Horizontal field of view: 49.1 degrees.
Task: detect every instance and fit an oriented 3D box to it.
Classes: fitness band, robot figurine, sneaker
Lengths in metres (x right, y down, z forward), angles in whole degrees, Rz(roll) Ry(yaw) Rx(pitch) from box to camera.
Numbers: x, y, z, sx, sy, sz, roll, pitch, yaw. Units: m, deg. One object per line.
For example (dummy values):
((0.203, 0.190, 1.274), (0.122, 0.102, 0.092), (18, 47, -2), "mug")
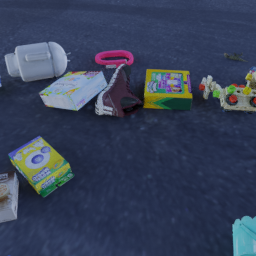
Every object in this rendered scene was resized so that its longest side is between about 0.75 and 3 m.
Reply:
((-0.636, -3.258, 13.127), (1.779, 0.333, 1.278), (-6, 40, -9), "fitness band")
((-3.673, -2.768, 11.659), (2.556, 1.444, 2.168), (-13, 8, -14), "robot figurine")
((-0.016, -1.285, 10.435), (1.544, 1.011, 2.673), (18, 54, 13), "sneaker")

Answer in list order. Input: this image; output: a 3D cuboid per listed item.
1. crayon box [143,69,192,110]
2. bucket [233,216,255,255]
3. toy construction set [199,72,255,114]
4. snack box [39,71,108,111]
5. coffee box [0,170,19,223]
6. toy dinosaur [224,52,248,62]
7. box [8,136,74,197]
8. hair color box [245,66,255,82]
((1.526, -1.529, 10.874), (1.740, 0.588, 2.016), (3, 40, 6), "crayon box")
((2.758, 2.471, 5.756), (1.225, 1.225, 0.797), (12, 45, 13), "bucket")
((4.045, -1.406, 10.202), (2.768, 1.275, 1.815), (-2, 64, 9), "toy construction set")
((-1.984, -1.391, 10.106), (1.944, 0.658, 1.640), (9, 44, 43), "snack box")
((-3.200, 1.735, 7.095), (0.698, 0.487, 1.221), (-10, 41, -11), "coffee box")
((5.186, -3.412, 13.361), (1.166, 0.277, 0.514), (21, 59, 23), "toy dinosaur")
((-2.438, 1.055, 7.890), (1.088, 0.448, 1.854), (-35, 52, -28), "box")
((5.468, -1.946, 11.337), (0.378, 0.625, 1.250), (-29, 48, -30), "hair color box")
